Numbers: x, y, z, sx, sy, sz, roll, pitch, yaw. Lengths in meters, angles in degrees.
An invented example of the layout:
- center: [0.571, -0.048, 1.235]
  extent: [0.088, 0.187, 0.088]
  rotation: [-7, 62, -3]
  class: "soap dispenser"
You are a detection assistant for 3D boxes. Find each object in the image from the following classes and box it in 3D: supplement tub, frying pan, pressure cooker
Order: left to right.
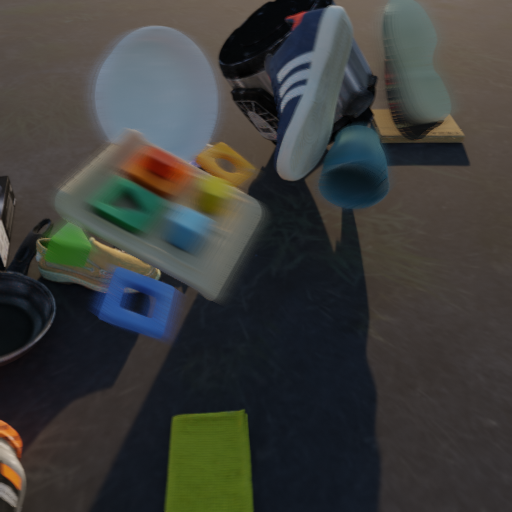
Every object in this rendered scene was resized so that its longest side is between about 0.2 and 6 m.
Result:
- center: [-3.507, 3.145, 6.129]
  extent: [1.585, 1.585, 2.586]
  rotation: [-4, 38, -5]
  class: "supplement tub"
- center: [-4.875, 0.660, 10.077]
  extent: [2.408, 0.648, 3.980]
  rotation: [-5, 36, -17]
  class: "frying pan"
- center: [1.285, -4.500, 14.517]
  extent: [3.363, 3.765, 3.312]
  rotation: [-22, 40, 26]
  class: "pressure cooker"

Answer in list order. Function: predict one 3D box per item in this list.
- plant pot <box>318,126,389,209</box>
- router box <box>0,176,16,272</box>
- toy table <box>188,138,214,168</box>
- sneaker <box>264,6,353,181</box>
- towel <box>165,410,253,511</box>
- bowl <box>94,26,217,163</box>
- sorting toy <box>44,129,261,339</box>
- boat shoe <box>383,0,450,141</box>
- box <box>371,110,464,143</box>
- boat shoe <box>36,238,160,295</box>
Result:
- center: [1.833, -1.724, 10.426]
  extent: [1.254, 1.254, 1.178]
  rotation: [5, 57, 7]
  class: "plant pot"
- center: [-6.363, -0.603, 11.749]
  extent: [2.201, 0.731, 2.800]
  rotation: [-9, 38, -11]
  class: "router box"
- center: [-1.471, -2.743, 14.754]
  extent: [0.824, 0.525, 0.897]
  rotation: [13, 38, 16]
  class: "toy table"
- center: [0.710, -3.042, 10.551]
  extent: [1.425, 1.264, 3.372]
  rotation: [13, 79, 29]
  class: "sneaker"
- center: [-0.618, 3.134, 7.258]
  extent: [1.138, 0.239, 2.645]
  rotation: [-1, 37, -3]
  class: "towel"
- center: [-1.905, -2.712, 9.806]
  extent: [2.372, 2.372, 1.066]
  rotation: [-32, 32, -35]
  class: "bowl"
- center: [-1.009, -0.678, 6.795]
  extent: [2.091, 0.506, 3.714]
  rotation: [31, 41, -3]
  class: "sorting toy"
- center: [2.575, -3.235, 9.557]
  extent: [0.956, 0.819, 2.614]
  rotation: [-1, 71, -16]
  class: "boat shoe"
- center: [4.639, -3.825, 16.394]
  extent: [2.353, 0.250, 1.924]
  rotation: [0, 37, 0]
  class: "box"
- center: [-3.062, 0.107, 10.654]
  extent: [2.451, 0.933, 0.878]
  rotation: [5, 37, 6]
  class: "boat shoe"
